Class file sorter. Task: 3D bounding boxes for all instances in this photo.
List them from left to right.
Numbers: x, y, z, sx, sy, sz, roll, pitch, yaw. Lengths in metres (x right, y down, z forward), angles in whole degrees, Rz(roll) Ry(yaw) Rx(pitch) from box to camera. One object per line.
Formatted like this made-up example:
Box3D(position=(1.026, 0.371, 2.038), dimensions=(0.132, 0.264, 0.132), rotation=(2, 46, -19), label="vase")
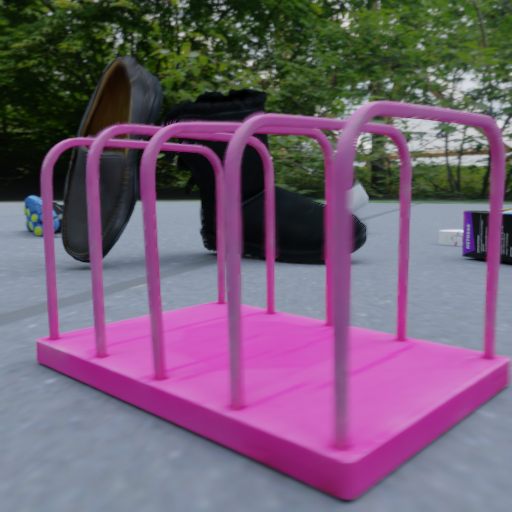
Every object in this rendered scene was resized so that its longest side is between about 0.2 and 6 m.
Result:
Box3D(position=(0.015, -0.022, 3.797), dimensions=(2.751, 1.726, 1.912), rotation=(7, 10, 42), label="file sorter")

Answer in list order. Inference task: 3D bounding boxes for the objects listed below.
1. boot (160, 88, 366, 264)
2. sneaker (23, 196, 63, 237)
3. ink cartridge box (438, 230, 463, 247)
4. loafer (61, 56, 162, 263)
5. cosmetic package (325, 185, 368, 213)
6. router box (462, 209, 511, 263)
Box3D(position=(0.093, -1.396, 9.547), dimensions=(3.400, 2.786, 1.258), rotation=(5, 31, 29), label="boot")
Box3D(position=(-5.559, -1.130, 15.146), dimensions=(1.240, 1.061, 2.993), rotation=(-11, 8, -25), label="sneaker")
Box3D(position=(4.560, -0.382, 12.179), dimensions=(0.578, 0.335, 0.993), rotation=(-6, 10, -41), label="ink cartridge box")
Box3D(position=(-2.390, -1.473, 8.561), dimensions=(1.170, 3.214, 1.162), rotation=(13, -1, 6), label="loafer")
Box3D(position=(2.295, -1.311, 14.852), dimensions=(1.281, 0.474, 0.651), rotation=(-32, -15, 3), label="cosmetic package")
Box3D(position=(5.817, -0.373, 9.689), dimensions=(3.601, 0.920, 2.686), rotation=(-5, 9, -33), label="router box")
